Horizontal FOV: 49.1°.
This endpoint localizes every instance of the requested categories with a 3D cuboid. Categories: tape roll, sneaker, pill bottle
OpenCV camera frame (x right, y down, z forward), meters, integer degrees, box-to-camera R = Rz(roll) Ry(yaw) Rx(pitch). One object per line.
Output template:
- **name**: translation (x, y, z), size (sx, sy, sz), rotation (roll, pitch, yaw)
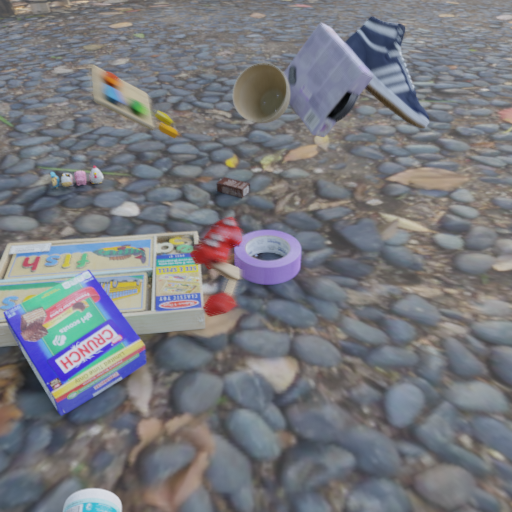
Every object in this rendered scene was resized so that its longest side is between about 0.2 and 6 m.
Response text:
- **tape roll**: translation (0.228, 0.008, 11.176), size (1.319, 0.433, 1.319), rotation (0, 34, 0)
- **sneaker**: translation (3.198, -4.196, 12.662), size (2.688, 1.459, 0.942), rotation (38, 12, -7)
- **pill bottle**: translation (-1.899, 3.322, 6.259), size (0.677, 0.677, 1.222), rotation (-3, 36, -4)

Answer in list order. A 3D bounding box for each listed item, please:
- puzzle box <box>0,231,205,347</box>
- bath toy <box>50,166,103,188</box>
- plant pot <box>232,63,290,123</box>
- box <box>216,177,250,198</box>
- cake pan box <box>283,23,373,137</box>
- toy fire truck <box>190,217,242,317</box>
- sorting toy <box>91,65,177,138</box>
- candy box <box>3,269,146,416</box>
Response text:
- **puzzle box**: translation (-2.908, 0.517, 10.398), size (3.824, 0.486, 2.544), rotation (-5, 36, -7)
- **bath toy**: translation (-4.456, -1.970, 13.976), size (1.226, 0.453, 0.533), rotation (-9, 36, -14)
- **plant pot**: translation (0.228, -3.460, 12.262), size (1.254, 1.254, 0.842), rotation (17, 4, 22)
- **box**: translation (-0.563, -1.672, 13.708), size (0.742, 0.278, 0.371), rotation (19, 40, 23)
- **cake pan box**: translation (1.444, -3.789, 12.173), size (0.488, 1.717, 1.865), rotation (0, 49, -44)
- **toy fire truck**: translation (-0.529, 0.141, 8.677), size (0.351, 1.015, 1.440), rotation (-17, 23, 33)
- **sorting toy**: translation (-2.450, -3.135, 11.432), size (1.882, 0.252, 1.402), rotation (21, 36, -39)
- **candy box**: translation (-2.786, 1.281, 8.648), size (1.482, 0.675, 1.753), rotation (-30, 63, -26)
